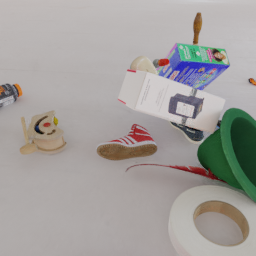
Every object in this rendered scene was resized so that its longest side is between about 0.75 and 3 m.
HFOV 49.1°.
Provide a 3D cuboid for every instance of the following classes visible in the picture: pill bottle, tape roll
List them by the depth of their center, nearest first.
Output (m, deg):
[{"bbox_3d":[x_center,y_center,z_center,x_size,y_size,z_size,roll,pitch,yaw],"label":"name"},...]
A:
[{"bbox_3d":[1.900,2.067,5.831,2.103,0.384,2.103,-1,35,0],"label":"tape roll"},{"bbox_3d":[-4.562,-1.167,10.139,0.739,0.739,1.391,28,43,34],"label":"pill bottle"}]

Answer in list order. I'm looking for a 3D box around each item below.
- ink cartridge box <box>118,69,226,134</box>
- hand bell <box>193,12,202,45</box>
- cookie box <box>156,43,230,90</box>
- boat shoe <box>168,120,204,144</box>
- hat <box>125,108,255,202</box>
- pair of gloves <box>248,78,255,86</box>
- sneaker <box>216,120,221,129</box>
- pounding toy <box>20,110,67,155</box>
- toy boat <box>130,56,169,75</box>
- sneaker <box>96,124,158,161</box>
[{"bbox_3d":[1.033,-0.698,7.038,2.169,0.915,1.570,16,9,-19],"label":"ink cartridge box"},{"bbox_3d":[3.089,-4.002,12.756,1.239,2.379,1.239,0,34,0],"label":"hand bell"},{"bbox_3d":[2.065,-1.954,9.265,1.891,1.617,0.711,-1,67,-23],"label":"cookie box"},{"bbox_3d":[1.806,-0.135,8.859,0.618,0.510,1.651,-12,37,-17],"label":"boat shoe"},{"bbox_3d":[2.126,0.953,7.387,2.514,2.856,2.365,-31,17,44],"label":"hat"},{"bbox_3d":[5.520,-1.932,11.796,0.808,0.100,0.720,5,34,2],"label":"pair of gloves"},{"bbox_3d":[3.417,-0.138,8.826,1.339,0.555,0.475,6,34,8],"label":"sneaker"},{"bbox_3d":[-2.385,0.019,8.117,1.101,1.105,1.926,-6,35,-1],"label":"pounding toy"},{"bbox_3d":[0.610,-1.619,7.985,1.269,1.067,0.590,-39,25,-27],"label":"toy boat"},{"bbox_3d":[-0.097,0.379,8.039,1.712,0.610,0.963,-1,38,-14],"label":"sneaker"}]
